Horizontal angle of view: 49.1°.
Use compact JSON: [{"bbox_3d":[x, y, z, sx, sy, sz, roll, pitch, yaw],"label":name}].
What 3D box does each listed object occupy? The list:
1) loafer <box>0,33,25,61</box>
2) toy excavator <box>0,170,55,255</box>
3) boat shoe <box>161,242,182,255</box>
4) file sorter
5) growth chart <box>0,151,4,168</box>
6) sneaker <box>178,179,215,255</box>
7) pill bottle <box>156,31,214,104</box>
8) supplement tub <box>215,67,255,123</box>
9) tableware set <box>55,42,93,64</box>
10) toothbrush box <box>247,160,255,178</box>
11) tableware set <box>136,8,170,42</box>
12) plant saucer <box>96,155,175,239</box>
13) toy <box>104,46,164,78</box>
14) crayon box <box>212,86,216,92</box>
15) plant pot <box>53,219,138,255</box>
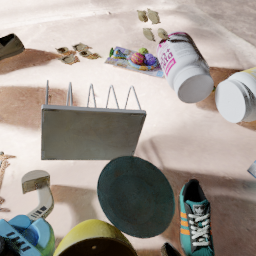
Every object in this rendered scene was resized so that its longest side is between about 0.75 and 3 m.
[{"bbox_3d":[-6.096,-3.519,12.587,1.082,0.977,2.861,35,55,29],"label":"loafer"},{"bbox_3d":[-2.348,2.447,6.722,2.633,1.353,2.708,30,40,24],"label":"toy excavator"},{"bbox_3d":[1.159,3.188,6.427,0.445,0.396,1.210,-27,51,-24],"label":"boat shoe"},{"bbox_3d":[-1.096,-0.256,8.020,2.632,1.827,1.639,2,41,-16],"label":"file sorter"},{"bbox_3d":[-4.551,1.474,8.267,1.592,0.195,2.199,-6,45,-4],"label":"growth chart"},{"bbox_3d":[1.675,2.301,6.945,0.792,0.887,2.219,-1,46,-3],"label":"sneaker"},{"bbox_3d":[2.209,-2.406,11.022,1.640,1.640,2.894,-7,47,-6],"label":"pill bottle"},{"bbox_3d":[4.507,-1.234,9.814,2.413,1.754,1.754,-18,48,-17],"label":"supplement tub"},{"bbox_3d":[-2.566,-3.573,13.190,1.718,0.199,1.435,-23,50,-21],"label":"tableware set"},{"bbox_3d":[4.690,1.269,7.243,1.008,1.731,2.364,10,30,-50],"label":"toothbrush box"},{"bbox_3d":[0.923,-3.946,10.801,0.181,1.560,1.303,-48,44,-16],"label":"tableware set"},{"bbox_3d":[0.177,1.809,7.409,2.264,0.436,2.264,16,50,-20],"label":"plant saucer"},{"bbox_3d":[0.452,-3.172,12.491,2.730,0.645,1.572,15,48,14],"label":"toy"},{"bbox_3d":[3.133,-1.746,11.373,0.475,0.233,0.799,-14,47,-13],"label":"crayon box"},{"bbox_3d":[-0.751,2.757,6.075,1.866,1.866,1.324,-9,17,-9],"label":"plant pot"}]
